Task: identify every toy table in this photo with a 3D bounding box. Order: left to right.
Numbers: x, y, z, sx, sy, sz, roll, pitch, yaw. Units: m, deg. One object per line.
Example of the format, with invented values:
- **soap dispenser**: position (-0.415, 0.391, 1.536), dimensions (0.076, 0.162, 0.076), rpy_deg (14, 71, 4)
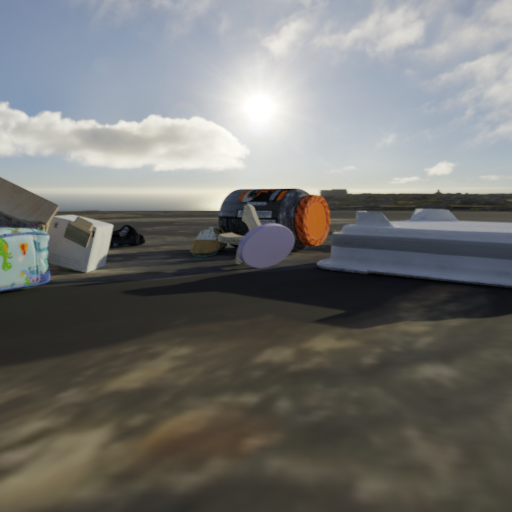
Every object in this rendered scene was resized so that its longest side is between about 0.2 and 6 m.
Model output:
- **toy table**: position (-0.009, -0.219, 8.160), dimensions (1.014, 0.932, 0.594), rpy_deg (5, 17, -47)

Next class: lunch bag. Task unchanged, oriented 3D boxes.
- **lunch bag**: position (-3.132, 0.048, 5.869), dimensions (1.350, 0.693, 1.680), rpy_deg (4, 7, 20)

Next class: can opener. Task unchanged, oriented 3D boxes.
- **can opener**: position (-3.054, -0.348, 11.727), dimensions (1.409, 0.554, 0.447), rpy_deg (-2, 44, 12)

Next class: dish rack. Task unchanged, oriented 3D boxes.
- **dish rack**: position (3.171, -0.199, 7.857), dimensions (3.877, 0.844, 3.327), rpy_deg (6, 8, 41)

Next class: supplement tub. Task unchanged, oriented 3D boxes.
- **supplement tub**: position (0.348, -0.701, 10.791), dimensions (1.966, 1.205, 1.205), rpy_deg (4, 7, 37)

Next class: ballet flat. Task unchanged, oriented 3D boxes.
- **ballet flat**: position (-0.878, -0.282, 10.230), dimensions (0.520, 0.478, 1.516), rpy_deg (1, 6, 7)

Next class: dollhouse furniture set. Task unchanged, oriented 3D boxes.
- **dollhouse furniture set**: position (-3.359, 0.035, 6.795), dimensions (2.229, 1.088, 1.901), rpy_deg (26, -42, -8)

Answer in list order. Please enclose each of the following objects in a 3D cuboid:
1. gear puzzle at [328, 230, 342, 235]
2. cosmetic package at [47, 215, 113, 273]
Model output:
- **gear puzzle**: position (2.910, -0.314, 11.371), dimensions (1.428, 0.361, 2.757), rpy_deg (-8, 11, -41)
- **cosmetic package**: position (-2.464, -0.185, 7.803), dimensions (0.645, 0.646, 0.783), rpy_deg (14, 6, 2)
